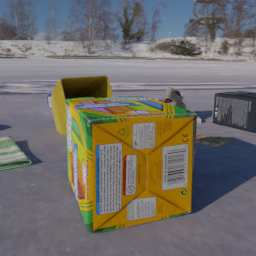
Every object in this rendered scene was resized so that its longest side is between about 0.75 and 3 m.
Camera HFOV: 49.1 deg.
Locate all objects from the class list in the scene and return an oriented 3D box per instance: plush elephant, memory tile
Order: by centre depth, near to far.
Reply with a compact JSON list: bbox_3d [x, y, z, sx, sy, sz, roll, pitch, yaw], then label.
[{"bbox_3d":[2.560,0.362,9.168,1.290,0.108,0.989,10,17,39],"label":"memory tile"},{"bbox_3d":[1.775,-0.966,11.899,1.764,1.453,1.366,16,12,-28],"label":"plush elephant"}]

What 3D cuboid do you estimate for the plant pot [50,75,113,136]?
[{"bbox_3d":[-1.699,-0.648,9.866,1.890,1.890,1.667,-12,-2,-40],"label":"plant pot"}]

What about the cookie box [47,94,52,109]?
[{"bbox_3d":[-3.140,-1.546,15.419,2.097,0.788,1.794,1,14,4],"label":"cookie box"}]

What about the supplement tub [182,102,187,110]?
[{"bbox_3d":[2.375,-0.854,12.919,0.659,0.659,0.939,2,14,9],"label":"supplement tub"}]

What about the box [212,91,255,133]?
[{"bbox_3d":[4.816,-0.683,10.949,1.749,1.262,2.356,-9,17,-33],"label":"box"}]

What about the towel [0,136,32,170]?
[{"bbox_3d":[-3.812,0.686,7.515,1.810,0.278,2.373,-8,16,-32],"label":"towel"}]

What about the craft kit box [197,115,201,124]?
[{"bbox_3d":[2.610,-0.379,11.992,0.883,0.217,0.894,3,14,2],"label":"craft kit box"}]

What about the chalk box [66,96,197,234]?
[{"bbox_3d":[-0.240,0.364,5.618,1.833,1.845,2.957,-5,13,-20],"label":"chalk box"}]
